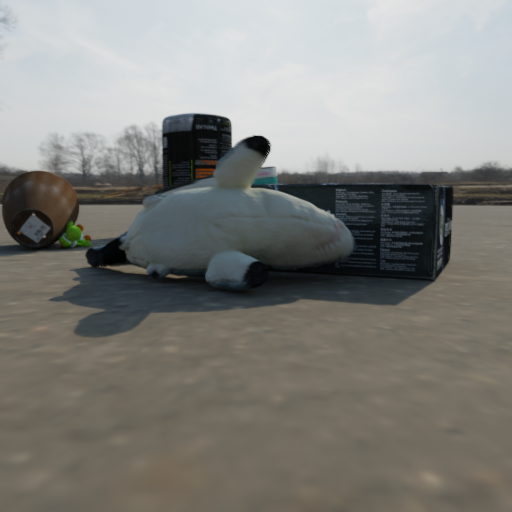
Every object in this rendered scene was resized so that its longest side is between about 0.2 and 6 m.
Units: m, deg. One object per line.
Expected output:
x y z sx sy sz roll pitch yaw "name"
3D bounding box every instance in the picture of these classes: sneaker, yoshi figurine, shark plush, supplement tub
-0.607 -0.783 10.026 2.231 1.347 0.933 -12 8 -15 "sneaker"
-3.265 -0.372 10.193 0.500 0.498 0.890 7 10 2 "yoshi figurine"
-0.684 0.025 6.585 3.465 1.574 1.443 -20 -22 26 "shark plush"
-1.417 -1.938 13.581 1.714 2.798 1.714 0 5 0 "supplement tub"

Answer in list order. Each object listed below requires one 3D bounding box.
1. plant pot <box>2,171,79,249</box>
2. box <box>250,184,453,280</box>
-3.949 -0.705 10.118 1.398 1.398 1.495 -2 20 -15 "plant pot"
1.250 -0.428 7.660 2.592 1.116 2.122 3 8 24 "box"
